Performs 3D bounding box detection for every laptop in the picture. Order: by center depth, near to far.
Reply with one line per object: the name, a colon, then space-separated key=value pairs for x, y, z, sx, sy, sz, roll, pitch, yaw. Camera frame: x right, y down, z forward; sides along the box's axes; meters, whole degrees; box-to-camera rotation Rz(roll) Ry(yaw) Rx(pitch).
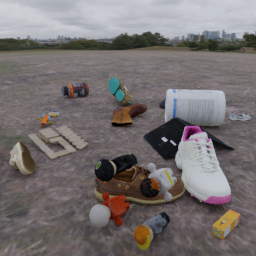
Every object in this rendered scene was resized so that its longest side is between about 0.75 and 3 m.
laptop: x=2.137 y=0.520 z=10.297 sx=2.397 sy=1.238 sz=2.124 roll=-30 pitch=25 yaw=-6

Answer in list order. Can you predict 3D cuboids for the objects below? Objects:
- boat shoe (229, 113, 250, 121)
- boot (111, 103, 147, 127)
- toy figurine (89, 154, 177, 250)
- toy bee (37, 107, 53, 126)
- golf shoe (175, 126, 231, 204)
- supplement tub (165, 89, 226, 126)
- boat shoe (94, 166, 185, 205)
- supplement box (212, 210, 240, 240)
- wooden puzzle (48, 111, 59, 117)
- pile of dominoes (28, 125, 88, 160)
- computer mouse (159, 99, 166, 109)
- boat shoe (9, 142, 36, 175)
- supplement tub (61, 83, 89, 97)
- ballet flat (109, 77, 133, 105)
boat shoe: x=5.149 y=-0.529 z=12.892 sx=0.963 sy=0.309 sz=0.355 roll=2 pitch=20 yaw=5
boot: x=0.096 y=-0.594 z=12.659 sx=1.676 sy=0.609 sz=1.780 roll=0 pitch=21 yaw=-2
toy figurine: x=0.082 y=1.411 z=5.691 sx=1.598 sy=1.623 sz=1.129 roll=18 pitch=15 yaw=31
toy bee: x=-3.614 y=-0.365 z=12.334 sx=0.674 sy=0.559 sz=1.029 roll=33 pitch=38 yaw=1
golf shoe: x=1.942 y=0.885 z=7.594 sx=1.088 sy=1.322 sz=2.889 roll=-2 pitch=22 yaw=-7
supplement tub: x=2.807 y=-0.870 z=12.030 sx=2.355 sy=1.554 sz=1.554 roll=3 pitch=20 yaw=5
boat shoe: x=0.287 y=1.375 z=6.982 sx=2.291 sy=0.774 sz=0.825 roll=0 pitch=20 yaw=0
supplement box: x=2.088 y=2.037 z=5.947 sx=0.759 sy=0.261 sz=0.253 roll=-16 pitch=25 yaw=-41
wooden puzzle: x=-3.630 y=-0.685 z=13.663 sx=0.547 sy=0.095 sz=0.810 roll=5 pitch=20 yaw=2
pile of dominoes: x=-2.532 y=0.553 z=10.232 sx=1.592 sy=0.325 sz=2.042 roll=-15 pitch=33 yaw=-37
computer mouse: x=2.651 y=-1.581 z=15.448 sx=2.347 sy=0.540 sz=1.648 roll=-7 pitch=22 yaw=-20
boat shoe: x=-3.253 y=0.994 z=8.484 sx=0.549 sy=0.609 sz=1.689 roll=-42 pitch=35 yaw=-5
supplement tub: x=-3.213 y=-2.302 z=17.011 sx=1.552 sy=0.830 sz=0.830 roll=-9 pitch=22 yaw=-26
ballet flat: x=-0.337 y=-2.009 z=15.900 sx=0.967 sy=0.907 sz=2.674 roll=25 pitch=18 yaw=-32
